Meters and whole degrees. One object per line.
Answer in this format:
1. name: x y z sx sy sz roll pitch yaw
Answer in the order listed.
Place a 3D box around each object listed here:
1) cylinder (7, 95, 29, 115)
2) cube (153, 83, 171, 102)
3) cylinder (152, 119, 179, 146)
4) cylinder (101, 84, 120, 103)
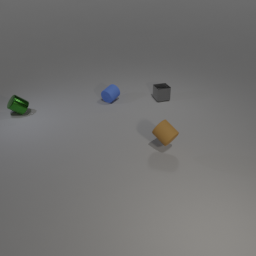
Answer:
1. cylinder: -4.999 -1.053 12.732 0.700 0.700 0.700 30 12 -38
2. cube: 1.698 -1.806 14.168 0.700 0.700 0.700 -9 30 -14
3. cylinder: 1.350 0.172 10.113 0.700 0.700 0.700 -31 70 -39
4. cylinder: -0.866 -1.713 13.954 0.700 0.700 0.700 20 47 29
